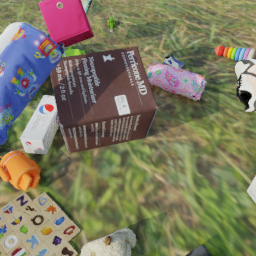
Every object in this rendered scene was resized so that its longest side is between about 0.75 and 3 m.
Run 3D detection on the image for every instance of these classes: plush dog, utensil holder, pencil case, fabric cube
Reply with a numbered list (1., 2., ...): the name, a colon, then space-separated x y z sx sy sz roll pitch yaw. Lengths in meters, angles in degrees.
1. plush dog: -0.271 2.825 5.889 1.295 1.039 1.112 -17 74 -14
2. utensil holder: -4.053 -2.329 10.069 1.966 1.966 2.314 8 48 8
3. pencil case: -2.357 -0.870 5.755 1.001 1.114 2.565 23 77 32
4. fabric cube: -1.610 -2.853 7.486 1.029 1.045 1.049 -18 8 3
5. pencil case: 1.729 -1.692 10.165 2.145 0.938 0.938 23 50 18

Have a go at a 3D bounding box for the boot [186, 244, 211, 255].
1. boot: 2.027 3.187 5.742 1.429 0.569 1.733 -22 45 -22

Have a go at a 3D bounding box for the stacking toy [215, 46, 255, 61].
1. stacking toy: 4.456 -3.158 11.802 1.559 0.666 0.666 21 50 24

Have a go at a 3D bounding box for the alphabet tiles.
1. alphabet tiles: -2.334 2.569 6.623 2.279 0.072 1.896 35 55 29

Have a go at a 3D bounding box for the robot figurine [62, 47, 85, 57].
1. robot figurine: -2.312 -2.801 11.364 1.226 0.709 1.076 -13 46 -14

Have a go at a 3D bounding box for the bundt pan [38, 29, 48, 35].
1. bundt pan: -4.226 -3.921 12.608 1.291 0.484 1.291 0 45 0

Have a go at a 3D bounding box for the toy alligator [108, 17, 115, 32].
1. toy alligator: -0.830 -5.226 13.975 0.357 0.327 1.204 -2 46 -2

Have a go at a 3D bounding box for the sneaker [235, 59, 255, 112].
1. sneaker: 4.320 -1.589 10.023 1.072 0.987 2.679 -5 46 -2

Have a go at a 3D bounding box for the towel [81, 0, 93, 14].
1. towel: -1.852 -4.793 10.577 0.178 1.645 1.206 -23 86 -28

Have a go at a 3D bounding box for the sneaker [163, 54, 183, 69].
1. sneaker: 1.851 -2.746 11.472 0.835 0.482 0.337 16 49 15

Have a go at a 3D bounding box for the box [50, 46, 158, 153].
1. box: -0.765 -0.758 8.070 2.507 2.058 2.080 -12 67 -10

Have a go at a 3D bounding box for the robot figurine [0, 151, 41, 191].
1. robot figurine: -2.923 1.118 7.543 0.947 0.768 1.317 -38 57 -26

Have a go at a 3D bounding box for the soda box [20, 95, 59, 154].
1. soda box: -2.617 -0.150 8.851 0.690 0.645 2.025 6 46 6

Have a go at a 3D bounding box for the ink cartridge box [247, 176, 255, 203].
1. ink cartridge box: 4.598 0.693 6.715 2.869 2.527 0.641 -15 50 -14
